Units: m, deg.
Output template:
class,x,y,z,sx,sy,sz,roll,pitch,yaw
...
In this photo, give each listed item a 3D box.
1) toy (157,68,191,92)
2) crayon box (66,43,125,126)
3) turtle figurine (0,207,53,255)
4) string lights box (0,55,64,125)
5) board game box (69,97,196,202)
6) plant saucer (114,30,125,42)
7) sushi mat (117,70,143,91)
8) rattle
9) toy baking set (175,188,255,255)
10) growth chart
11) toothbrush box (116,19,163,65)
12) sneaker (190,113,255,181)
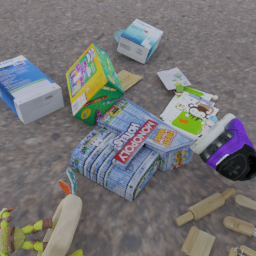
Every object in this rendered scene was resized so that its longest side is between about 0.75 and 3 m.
class,x,y,z,sx,sy,sz,roll,pitch,yaw
toy,1.740,-1.798,10.758,0.877,0.360,1.523,-14,34,-4
crayon box,-1.220,-1.557,9.545,1.612,0.791,2.714,-43,40,19
turtle figurine,-2.177,2.075,5.470,1.378,0.550,1.709,-5,59,-12
string lights box,-3.766,-1.496,10.065,1.535,0.881,2.987,-30,50,-29
board game box,0.280,0.552,7.831,2.765,0.853,2.767,23,47,24
plant saucer,0.030,-4.079,13.207,1.459,0.281,1.459,11,48,-13
sushi mat,-0.452,-1.630,10.779,1.035,0.131,2.164,28,49,27
rattle,-0.913,2.150,6.088,1.854,1.690,2.596,11,15,-4
toy baking set,2.511,2.351,6.298,2.804,0.326,2.152,-25,50,-24
growth chart,2.135,-0.569,9.555,1.928,0.236,2.665,18,46,17
toothbrush box,0.556,-3.887,12.503,1.430,0.833,1.953,28,45,5
sneaker,2.445,0.546,6.535,1.435,1.003,2.886,46,26,15
